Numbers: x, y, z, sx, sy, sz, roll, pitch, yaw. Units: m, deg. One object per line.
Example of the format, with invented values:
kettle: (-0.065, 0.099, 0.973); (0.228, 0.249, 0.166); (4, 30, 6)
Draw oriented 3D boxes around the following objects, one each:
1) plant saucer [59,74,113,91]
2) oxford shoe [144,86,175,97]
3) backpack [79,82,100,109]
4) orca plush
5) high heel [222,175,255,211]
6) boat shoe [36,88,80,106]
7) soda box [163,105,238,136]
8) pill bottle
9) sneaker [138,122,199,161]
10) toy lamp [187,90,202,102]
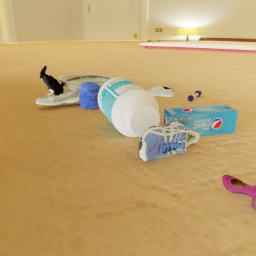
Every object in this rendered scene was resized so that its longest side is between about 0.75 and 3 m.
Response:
plant saucer: (-2.060, -2.193, 14.295); (2.883, 0.724, 2.883); (3, 20, -1)
oxford shoe: (1.501, -1.870, 13.953); (1.740, 0.503, 0.654); (7, 26, 22)
backpack: (-1.535, -1.404, 11.976); (0.882, 1.085, 0.911); (-18, 28, -40)
orca plush: (-3.338, -2.154, 13.049); (0.760, 2.138, 1.125); (-12, 58, 3)
high heel: (2.544, 1.196, 6.068); (0.457, 0.652, 1.357); (-8, 23, -20)
boat shoe: (-2.982, -1.314, 12.132); (1.985, 0.636, 0.732); (-9, 7, -19)
soda box: (2.413, -0.243, 9.449); (2.373, 0.805, 0.761); (-5, 22, -11)
pill bottle: (0.033, -0.692, 9.525); (1.586, 1.586, 2.863); (-7, 24, -17)
sneaker: (1.167, 0.346, 7.912); (0.874, 0.859, 2.270); (15, 27, 41)
toy lamp: (3.217, -1.568, 13.402); (0.351, 0.351, 1.205); (14, 25, 31)
